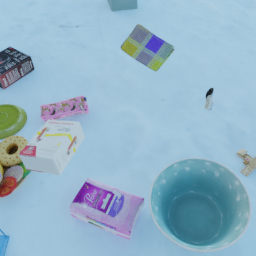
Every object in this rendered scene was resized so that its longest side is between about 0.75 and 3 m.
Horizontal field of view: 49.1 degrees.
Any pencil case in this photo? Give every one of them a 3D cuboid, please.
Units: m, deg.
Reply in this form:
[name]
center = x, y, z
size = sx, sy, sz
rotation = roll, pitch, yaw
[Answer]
[pencil case]
center = -2.572, -0.750, 11.332
size = 1.922, 0.831, 0.796
rotation = -15, 83, -12

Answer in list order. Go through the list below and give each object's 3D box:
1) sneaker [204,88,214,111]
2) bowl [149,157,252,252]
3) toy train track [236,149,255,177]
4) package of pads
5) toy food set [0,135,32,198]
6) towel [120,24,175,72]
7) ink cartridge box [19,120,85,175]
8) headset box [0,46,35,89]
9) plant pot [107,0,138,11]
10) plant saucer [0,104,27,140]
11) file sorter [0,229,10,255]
[sneaker]
center = 3.301, -1.153, 11.240
size = 0.337, 0.929, 0.334
rotation = 12, 1, -35
[bowl]
center = 1.986, 2.344, 8.059
size = 2.696, 1.410, 2.696
rotation = -4, 51, 5
[toy train track]
center = 4.856, 1.451, 9.653
size = 1.352, 0.383, 2.357
rotation = -34, 57, -26
[package of pads]
center = -0.619, 2.413, 8.541
size = 2.028, 0.767, 1.222
rotation = 17, 49, 15
[toy food set]
center = -4.508, 1.384, 9.560
size = 2.441, 0.594, 2.417
rotation = -11, 50, -10
[towel]
center = 0.755, -3.214, 11.192
size = 1.882, 0.214, 1.352
rotation = 38, 83, 11
[ink cartridge box]
center = -2.033, 0.470, 7.672
size = 1.097, 0.630, 1.511
rotation = 4, 40, 21
[headset box]
center = -5.760, -2.798, 13.115
size = 1.560, 0.787, 2.099
rotation = 27, 54, 22
[plant pot]
center = -0.378, -8.656, 17.648
size = 1.729, 1.761, 1.724
rotation = -10, 50, -8
[plant saucer]
center = -5.091, -0.353, 11.298
size = 1.931, 0.300, 1.931
rotation = 0, 48, -1
[file sorter]
center = -4.208, 3.311, 7.691
size = 1.403, 0.861, 0.974
rotation = 0, 49, -1
